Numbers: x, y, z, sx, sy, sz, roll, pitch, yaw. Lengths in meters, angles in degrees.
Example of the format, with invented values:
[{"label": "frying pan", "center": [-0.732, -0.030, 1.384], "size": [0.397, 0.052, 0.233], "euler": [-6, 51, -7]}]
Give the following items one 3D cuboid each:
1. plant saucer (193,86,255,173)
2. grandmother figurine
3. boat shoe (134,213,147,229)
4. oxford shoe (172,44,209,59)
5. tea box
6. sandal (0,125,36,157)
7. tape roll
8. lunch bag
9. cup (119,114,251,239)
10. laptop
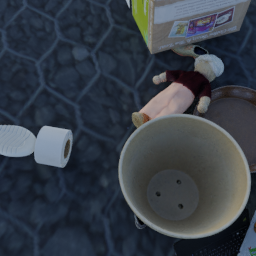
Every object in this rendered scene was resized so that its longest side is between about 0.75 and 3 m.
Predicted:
[{"label": "plant saucer", "center": [2.705, 0.028, 6.980], "size": [2.294, 0.395, 2.294], "euler": [0, 69, -1]}, {"label": "grandmother figurine", "center": [1.375, -0.929, 7.149], "size": [2.858, 0.865, 1.733], "euler": [-41, 67, -17]}, {"label": "boat shoe", "center": [0.276, 1.746, 6.337], "size": [0.363, 0.313, 0.999], "euler": [-5, 69, -2]}, {"label": "oxford shoe", "center": [1.727, -2.221, 7.822], "size": [1.113, 0.411, 0.394], "euler": [19, 84, 9]}, {"label": "tea box", "center": [1.484, -3.836, 7.604], "size": [2.711, 1.811, 2.667], "euler": [-17, 63, -7]}, {"label": "sandal", "center": [-3.054, 0.336, 6.838], "size": [2.031, 0.499, 0.826], "euler": [10, 53, 17]}, {"label": "tape roll", "center": [-1.714, 0.434, 6.534], "size": [0.613, 0.893, 0.893], "euler": [10, 69, 4]}, {"label": "lunch bag", "center": [3.888, 2.573, 5.205], "size": [2.970, 1.839, 2.525], "euler": [39, 71, -10]}, {"label": "cup", "center": [1.011, 1.150, 5.755], "size": [2.360, 1.688, 2.360], "euler": [0, 60, 0]}, {"label": "laptop", "center": [2.010, 2.874, 5.501], "size": [1.698, 1.916, 0.990], "euler": [-22, 26, -9]}]
